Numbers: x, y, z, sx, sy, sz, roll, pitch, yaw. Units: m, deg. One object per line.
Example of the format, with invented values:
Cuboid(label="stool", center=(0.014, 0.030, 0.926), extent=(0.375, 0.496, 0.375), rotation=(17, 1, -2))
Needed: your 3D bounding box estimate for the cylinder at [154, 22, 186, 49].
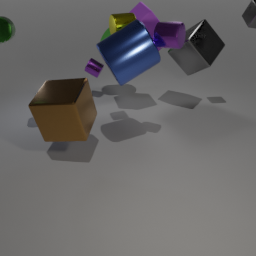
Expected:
Cuboid(label="cylinder", center=(1.171, -2.595, 7.842), extent=(0.700, 0.700, 0.700), rotation=(12, 31, 27))

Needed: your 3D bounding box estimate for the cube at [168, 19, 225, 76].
Cuboid(label="cube", center=(2.797, -3.265, 11.518), extent=(1.400, 1.400, 1.400), rotation=(-52, 17, -22))

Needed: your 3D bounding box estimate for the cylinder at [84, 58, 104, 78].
Cuboid(label="cylinder", center=(-1.596, -2.842, 13.277), extent=(0.700, 0.700, 0.700), rotation=(29, 30, -6))

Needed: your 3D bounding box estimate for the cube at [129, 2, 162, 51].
Cuboid(label="cube", center=(0.553, -3.630, 10.654), extent=(1.400, 1.400, 1.400), rotation=(-40, 37, 14))

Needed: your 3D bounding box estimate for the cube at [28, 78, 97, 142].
Cuboid(label="cube", center=(-1.893, -0.549, 8.522), extent=(1.400, 1.400, 1.400), rotation=(-2, 39, 13))

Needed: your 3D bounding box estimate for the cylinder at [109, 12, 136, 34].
Cuboid(label="cylinder", center=(-0.160, -3.186, 8.690), extent=(0.700, 0.700, 0.700), rotation=(-12, 31, -18))

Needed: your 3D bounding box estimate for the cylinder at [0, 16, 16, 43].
Cuboid(label="cylinder", center=(-3.710, -2.883, 8.181), extent=(0.700, 0.700, 0.700), rotation=(-6, 23, -10))

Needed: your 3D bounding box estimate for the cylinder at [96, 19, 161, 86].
Cuboid(label="cylinder", center=(0.012, -2.173, 8.172), extent=(1.400, 1.400, 1.400), rotation=(-32, 32, 2))

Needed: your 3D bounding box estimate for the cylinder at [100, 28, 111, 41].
Cuboid(label="cylinder", center=(-0.341, -3.790, 12.890), extent=(1.400, 1.400, 1.400), rotation=(28, 5, -43))

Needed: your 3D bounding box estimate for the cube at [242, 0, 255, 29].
Cuboid(label="cube", center=(4.711, -4.099, 10.137), extent=(0.700, 0.700, 0.700), rotation=(2, 56, -16))
